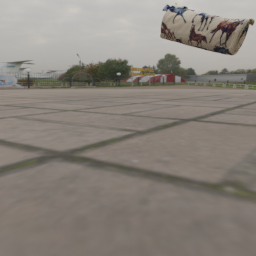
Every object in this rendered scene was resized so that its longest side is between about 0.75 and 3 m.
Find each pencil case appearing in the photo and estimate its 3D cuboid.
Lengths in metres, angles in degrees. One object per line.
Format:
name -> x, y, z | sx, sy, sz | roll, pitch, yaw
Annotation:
pencil case -> 2.198, -2.894, 8.125 | 2.566, 1.148, 0.998 | 25, 12, 28
